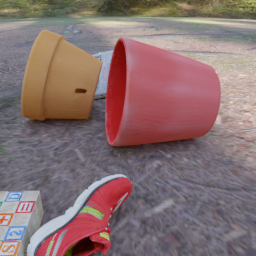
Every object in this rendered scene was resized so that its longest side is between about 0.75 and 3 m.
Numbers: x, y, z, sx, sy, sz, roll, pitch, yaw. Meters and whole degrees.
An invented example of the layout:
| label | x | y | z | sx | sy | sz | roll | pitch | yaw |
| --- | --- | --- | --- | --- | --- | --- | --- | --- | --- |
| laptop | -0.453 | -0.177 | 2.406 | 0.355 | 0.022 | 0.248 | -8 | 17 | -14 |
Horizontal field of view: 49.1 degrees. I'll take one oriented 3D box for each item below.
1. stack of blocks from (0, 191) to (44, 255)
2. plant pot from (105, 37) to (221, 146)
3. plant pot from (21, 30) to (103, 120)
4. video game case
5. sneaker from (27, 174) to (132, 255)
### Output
| label | x | y | z | sx | sy | sz | roll | pitch | yaw |
| --- | --- | --- | --- | --- | --- | --- | --- | --- | --- |
| stack of blocks | -2.072 | 1.798 | 4.224 | 1.112 | 0.565 | 1.930 | -1 | 27 | -3 |
| plant pot | 0.834 | -0.807 | 7.447 | 2.514 | 2.842 | 2.842 | 5 | 25 | -13 |
| plant pot | -1.938 | -1.406 | 8.768 | 1.920 | 2.743 | 2.743 | 15 | 25 | -8 |
| video game case | -0.348 | -2.332 | 11.261 | 2.307 | 0.278 | 2.530 | -11 | 50 | 8 |
| sneaker | -0.533 | 1.591 | 4.501 | 0.890 | 0.807 | 2.097 | 20 | 44 | 35 |
